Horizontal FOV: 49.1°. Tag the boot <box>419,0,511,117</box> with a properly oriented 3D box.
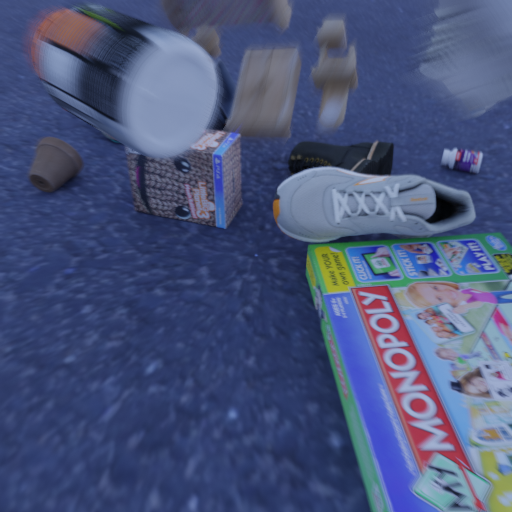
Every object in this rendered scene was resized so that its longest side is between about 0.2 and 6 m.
[{"bbox_3d":[2.624,-2.808,7.153,2.710,1.295,0.997,31,32,-35],"label":"boot"}]

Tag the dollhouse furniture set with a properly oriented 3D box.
[{"bbox_3d":[-0.037,-3.647,9.292,3.066,3.595,1.755,4,71,17],"label":"dollhouse furniture set"}]

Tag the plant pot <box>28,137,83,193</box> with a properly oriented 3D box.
[{"bbox_3d":[-3.987,-1.694,10.921,0.941,0.941,0.821,11,57,15],"label":"plant pot"}]

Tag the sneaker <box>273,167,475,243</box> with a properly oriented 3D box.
[{"bbox_3d":[1.795,-0.799,8.226,3.090,1.170,1.421,-3,0,-21],"label":"sneaker"}]

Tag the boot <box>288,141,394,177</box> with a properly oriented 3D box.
[{"bbox_3d":[1.271,-1.450,10.482,2.018,1.130,2.918,10,25,22],"label":"boot"}]

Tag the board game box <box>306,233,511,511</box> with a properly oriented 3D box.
[{"bbox_3d":[2.497,1.299,6.916,3.052,0.660,4.535,-3,37,-5],"label":"board game box"}]

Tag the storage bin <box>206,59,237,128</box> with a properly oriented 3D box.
[{"bbox_3d":[-1.190,-3.589,13.234,1.242,1.346,1.850,-20,31,21],"label":"storage bin"}]

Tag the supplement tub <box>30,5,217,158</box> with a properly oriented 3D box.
[{"bbox_3d":[-1.613,-2.102,6.518,1.338,1.338,2.183,-30,48,-34],"label":"supplement tub"}]

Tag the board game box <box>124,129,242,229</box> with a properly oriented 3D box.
[{"bbox_3d":[-1.249,-1.452,9.970,1.828,1.457,0.885,11,39,15],"label":"board game box"}]

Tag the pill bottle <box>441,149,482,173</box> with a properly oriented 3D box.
[{"bbox_3d":[4.234,-1.971,11.557,0.752,0.419,0.419,13,38,16],"label":"pill bottle"}]

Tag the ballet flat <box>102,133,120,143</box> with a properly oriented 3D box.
[{"bbox_3d":[-3.559,-3.615,13.371,0.952,0.900,2.825,-21,41,-19],"label":"ballet flat"}]
